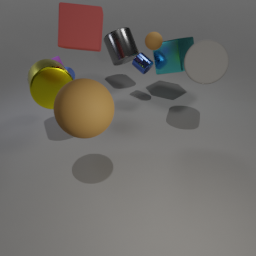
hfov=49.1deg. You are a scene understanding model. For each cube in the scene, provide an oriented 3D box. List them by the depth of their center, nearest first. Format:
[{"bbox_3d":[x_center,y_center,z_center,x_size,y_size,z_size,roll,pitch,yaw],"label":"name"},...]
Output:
[{"bbox_3d":[-1.627,-3.482,9.855,1.400,1.400,1.400,4,13,-4],"label":"cube"},{"bbox_3d":[2.129,-3.303,12.815,1.400,1.400,1.400,2,19,41],"label":"cube"}]

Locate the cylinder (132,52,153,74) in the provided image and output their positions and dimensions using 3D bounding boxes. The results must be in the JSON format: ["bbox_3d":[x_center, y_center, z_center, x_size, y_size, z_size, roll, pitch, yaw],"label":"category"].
[{"bbox_3d":[0.655,-2.876,12.477,0.700,0.700,0.700,43,45,8],"label":"cylinder"}]

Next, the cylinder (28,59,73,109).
[{"bbox_3d":[-2.594,-1.500,9.398,1.400,1.400,1.400,-11,27,-18],"label":"cylinder"}]

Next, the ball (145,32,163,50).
[{"bbox_3d":[1.013,-3.426,11.042,0.700,0.700,0.700,0,32,0],"label":"ball"}]

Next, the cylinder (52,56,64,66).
[{"bbox_3d":[-2.890,-2.369,10.987,0.700,0.700,0.700,-25,36,-4],"label":"cylinder"}]

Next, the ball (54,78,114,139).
[{"bbox_3d":[-1.020,-0.453,6.558,1.400,1.400,1.400,0,32,0],"label":"ball"}]

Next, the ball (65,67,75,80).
[{"bbox_3d":[-2.556,-2.194,11.666,0.700,0.700,0.700,0,32,0],"label":"ball"}]

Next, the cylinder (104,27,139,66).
[{"bbox_3d":[-0.310,-3.968,13.735,1.400,1.400,1.400,-21,3,1],"label":"cylinder"}]

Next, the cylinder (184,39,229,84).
[{"bbox_3d":[2.621,-2.258,9.557,1.400,1.400,1.400,6,15,10],"label":"cylinder"}]
